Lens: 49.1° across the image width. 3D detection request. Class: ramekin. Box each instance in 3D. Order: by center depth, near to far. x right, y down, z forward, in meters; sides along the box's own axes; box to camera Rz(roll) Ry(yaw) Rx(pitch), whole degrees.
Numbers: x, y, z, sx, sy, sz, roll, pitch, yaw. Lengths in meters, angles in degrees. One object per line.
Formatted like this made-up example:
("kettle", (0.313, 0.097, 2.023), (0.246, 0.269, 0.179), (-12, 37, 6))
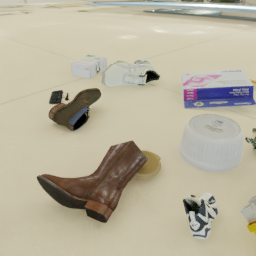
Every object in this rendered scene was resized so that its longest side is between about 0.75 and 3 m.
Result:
("ramekin", (2.359, 0.321, 7.901), (1.775, 0.932, 1.775), (0, 30, 0))

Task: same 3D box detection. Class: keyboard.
("keyboard", (-2.798, -1.300, 11.518), (0.785, 0.127, 1.236), (-4, 31, -6))

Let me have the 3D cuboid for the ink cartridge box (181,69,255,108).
("ink cartridge box", (3.582, -1.679, 11.464), (2.676, 0.590, 2.726), (-2, 29, 9))

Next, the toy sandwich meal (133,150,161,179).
("toy sandwich meal", (0.391, 0.988, 7.371), (1.059, 0.363, 1.059), (2, 41, -2))

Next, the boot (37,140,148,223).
("boot", (-0.767, 0.949, 6.682), (1.983, 0.683, 2.128), (24, 50, 13))

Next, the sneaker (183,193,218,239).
("sneaker", (1.494, 1.571, 5.804), (0.483, 0.787, 1.209), (-6, 26, 37))

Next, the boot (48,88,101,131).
("boot", (-1.542, -0.628, 9.844), (1.090, 0.840, 2.248), (34, 52, 28))

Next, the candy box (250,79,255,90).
("candy box", (5.415, -1.963, 12.492), (1.020, 0.282, 0.589), (16, 34, 25))

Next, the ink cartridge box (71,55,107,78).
("ink cartridge box", (-1.945, -3.118, 14.098), (1.151, 0.667, 1.589), (14, 33, 23))

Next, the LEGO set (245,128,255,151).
("LEGO set", (4.042, 0.526, 8.179), (1.147, 0.501, 1.766), (21, 23, 29))

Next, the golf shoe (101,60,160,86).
("golf shoe", (0.193, -2.360, 12.489), (2.792, 1.093, 1.358), (-20, 41, -28))

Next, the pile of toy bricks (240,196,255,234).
("pile of toy bricks", (3.695, 1.540, 5.643), (2.972, 1.649, 1.467), (-19, 72, -47))
